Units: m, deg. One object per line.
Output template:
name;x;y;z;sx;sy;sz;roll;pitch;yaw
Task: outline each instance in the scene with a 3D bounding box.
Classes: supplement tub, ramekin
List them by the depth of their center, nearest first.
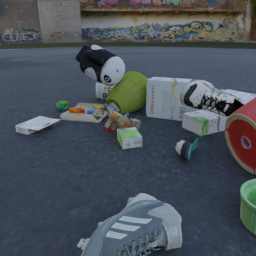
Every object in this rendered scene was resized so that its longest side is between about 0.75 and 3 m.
ramekin;3.081;1.733;5.874;1.449;0.708;1.449;0;21;0
supplement tub;-1.087;-2.079;15.498;1.348;0.977;0.977;-2;21;-3

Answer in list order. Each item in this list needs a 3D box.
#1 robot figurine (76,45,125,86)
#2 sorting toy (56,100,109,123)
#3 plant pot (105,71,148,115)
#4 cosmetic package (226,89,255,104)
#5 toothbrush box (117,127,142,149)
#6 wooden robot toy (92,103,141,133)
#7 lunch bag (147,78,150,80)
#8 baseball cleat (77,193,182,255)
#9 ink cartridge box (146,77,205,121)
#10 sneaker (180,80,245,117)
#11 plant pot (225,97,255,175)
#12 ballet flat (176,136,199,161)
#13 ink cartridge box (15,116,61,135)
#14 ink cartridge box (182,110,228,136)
robot figurine;-1.248;-2.825;12.670;2.315;1.445;1.739;32;35;20
sorting toy;-2.278;-0.859;13.079;2.847;0.419;2.104;5;22;12
plant pot;-0.103;-1.397;13.001;1.835;1.835;1.962;14;40;32
cosmetic package;5.057;-1.105;13.306;2.202;0.755;2.921;22;30;39
toothbrush box;0.045;0.346;9.920;0.708;0.418;0.972;-5;22;-12
wooden robot toy;-0.265;-0.147;10.322;2.117;0.932;0.960;20;6;-41
lunch bag;0.929;-2.067;15.483;2.152;1.015;2.685;7;23;24
baseball cleat;0.187;1.971;4.992;1.383;0.906;2.599;10;24;26
ink cartridge box;2.090;-1.295;12.379;2.381;1.735;0.986;8;22;21
sneaker;2.850;-0.889;9.056;2.449;0.926;1.074;4;26;-28
plant pot;4.267;0.048;7.923;2.341;2.646;2.646;-21;26;-12
ballet flat;1.848;0.631;8.998;0.607;0.607;1.663;9;17;22
ink cartridge box;-3.556;-0.088;11.222;1.197;0.304;1.359;10;24;26
ink cartridge box;3.138;-0.269;11.193;1.560;0.655;1.135;-11;24;-26
